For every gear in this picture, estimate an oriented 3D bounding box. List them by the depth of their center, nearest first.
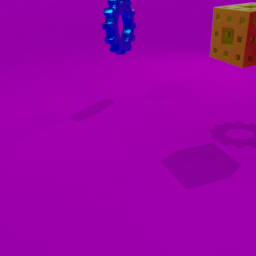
[{"bbox_3d":[-0.211,-2.909,7.986,0.288,1.557,1.557,9,28,25],"label":"gear"}]

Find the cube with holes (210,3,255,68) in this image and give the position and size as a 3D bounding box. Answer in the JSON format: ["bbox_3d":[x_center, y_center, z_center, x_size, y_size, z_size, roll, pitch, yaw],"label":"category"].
[{"bbox_3d":[2.342,-1.845,5.475,0.977,0.977,0.977,-14,31,-18],"label":"cube with holes"}]
